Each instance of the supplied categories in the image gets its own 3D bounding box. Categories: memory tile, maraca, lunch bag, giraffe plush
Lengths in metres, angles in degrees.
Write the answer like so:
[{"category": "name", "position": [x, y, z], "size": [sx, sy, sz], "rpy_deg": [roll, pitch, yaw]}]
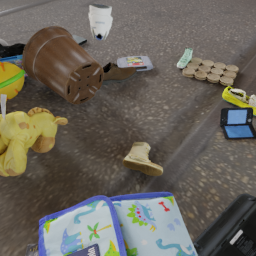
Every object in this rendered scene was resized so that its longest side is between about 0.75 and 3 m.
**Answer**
[{"category": "memory tile", "position": [3.871, -2.664, 13.141], "size": [2.324, 0.195, 1.782], "rpy_deg": [18, 45, 19]}, {"category": "maraca", "position": [-5.440, -1.747, 11.228], "size": [2.864, 1.532, 1.964], "rpy_deg": [-13, 25, 18]}, {"category": "lunch bag", "position": [-0.184, 2.734, 5.420], "size": [2.980, 1.899, 2.533], "rpy_deg": [-1, 41, -17]}, {"category": "giraffe plush", "position": [-3.133, 0.152, 8.828], "size": [2.143, 2.483, 2.014], "rpy_deg": [30, 21, 28]}]

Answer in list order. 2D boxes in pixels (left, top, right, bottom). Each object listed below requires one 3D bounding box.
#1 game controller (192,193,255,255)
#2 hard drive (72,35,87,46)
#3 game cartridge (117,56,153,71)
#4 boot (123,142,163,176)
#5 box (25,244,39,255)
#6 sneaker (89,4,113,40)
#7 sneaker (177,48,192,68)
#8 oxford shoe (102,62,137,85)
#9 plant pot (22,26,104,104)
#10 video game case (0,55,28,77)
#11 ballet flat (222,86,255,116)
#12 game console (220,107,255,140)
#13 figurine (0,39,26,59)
[{"category": "game controller", "position": [2.685, 2.793, 6.777], "size": [2.878, 0.606, 1.502], "rpy_deg": [-31, 64, -30]}, {"category": "hard drive", "position": [-2.917, -4.911, 15.704], "size": [1.061, 0.175, 0.741], "rpy_deg": [28, 48, 28]}, {"category": "game cartridge", "position": [0.316, -3.130, 13.603], "size": [1.615, 0.330, 1.075], "rpy_deg": [-7, 38, -8]}, {"category": "boot", "position": [0.594, 0.944, 8.852], "size": [1.276, 0.464, 0.992], "rpy_deg": [13, 43, 19]}, {"category": "box", "position": [-1.530, 3.460, 5.950], "size": [1.528, 0.482, 1.937], "rpy_deg": [-2, 41, -3]}, {"category": "sneaker", "position": [-0.896, -3.144, 8.633], "size": [0.783, 0.916, 2.103], "rpy_deg": [5, 10, -2]}, {"category": "sneaker", "position": [2.749, -3.436, 13.599], "size": [0.462, 0.741, 1.256], "rpy_deg": [22, 47, 21]}, {"category": "oxford shoe", "position": [-0.533, -2.506, 12.468], "size": [2.045, 0.863, 0.743], "rpy_deg": [-15, 42, -19]}, {"category": "plant pot", "position": [-2.479, -2.390, 11.299], "size": [2.529, 2.529, 2.504], "rpy_deg": [-31, 57, -31]}, {"category": "video game case", "position": [-5.200, -2.540, 12.106], "size": [2.110, 1.510, 0.188], "rpy_deg": [-15, 75, -17]}, {"category": "ballet flat", "position": [4.626, -1.073, 10.975], "size": [0.658, 0.660, 1.970], "rpy_deg": [-33, 51, -32]}, {"category": "game console", "position": [3.966, -0.181, 9.964], "size": [1.192, 1.027, 0.708], "rpy_deg": [-1, 15, -2]}, {"category": "figurine", "position": [-5.998, -3.502, 12.313], "size": [2.800, 1.205, 2.732], "rpy_deg": [17, 7, 19]}]
